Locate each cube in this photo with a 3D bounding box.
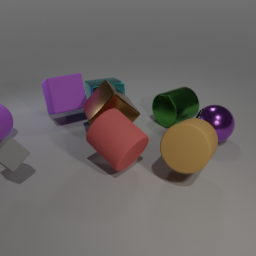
[{"bbox_3d":[-2.650,-1.393,11.629,1.400,1.400,1.400,-15,8,-24],"label":"cube"},{"bbox_3d":[-0.998,-1.332,12.179,1.400,1.400,1.400,-11,22,-18],"label":"cube"},{"bbox_3d":[-3.358,0.740,7.947,0.700,0.700,0.700,-2,47,55],"label":"cube"},{"bbox_3d":[-0.663,-0.683,10.551,1.400,1.400,1.400,36,13,-34],"label":"cube"}]

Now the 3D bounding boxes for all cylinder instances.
[{"bbox_3d":[-0.322,0.357,8.590,1.400,1.400,1.400,42,45,20],"label":"cylinder"},{"bbox_3d":[-4.980,-0.090,9.831,1.400,1.400,1.400,0,18,0],"label":"cylinder"},{"bbox_3d":[1.805,0.473,8.149,1.400,1.400,1.400,13,13,23],"label":"cylinder"},{"bbox_3d":[1.953,-0.877,11.538,1.400,1.400,1.400,-20,35,-33],"label":"cylinder"}]

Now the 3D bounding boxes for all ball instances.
[{"bbox_3d":[3.148,-0.151,10.209,1.400,1.400,1.400,0,29,0],"label":"ball"}]
